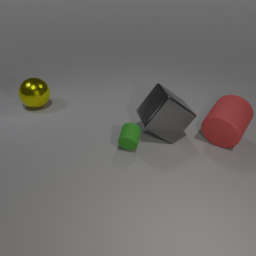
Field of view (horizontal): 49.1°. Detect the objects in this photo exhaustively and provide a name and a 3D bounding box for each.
[{"bbox_3d":[3.567,-0.251,10.065,1.400,1.400,1.400,20,51,31],"label":"cylinder"},{"bbox_3d":[0.063,0.292,9.743,0.700,0.700,0.700,7,50,12],"label":"cylinder"},{"bbox_3d":[-4.271,-1.604,12.815,1.400,1.400,1.400,0,29,0],"label":"ball"},{"bbox_3d":[1.370,-0.549,10.386,1.400,1.400,1.400,30,19,-25],"label":"cube"}]
